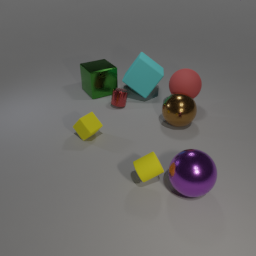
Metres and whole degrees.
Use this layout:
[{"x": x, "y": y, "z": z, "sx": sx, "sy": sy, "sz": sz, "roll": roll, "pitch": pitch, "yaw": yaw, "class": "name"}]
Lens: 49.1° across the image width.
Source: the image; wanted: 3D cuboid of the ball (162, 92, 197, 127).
[{"x": 2.075, "y": -0.735, "z": 11.345, "sx": 1.400, "sy": 1.400, "sz": 1.400, "roll": 0, "pitch": 33, "yaw": 0, "class": "ball"}]

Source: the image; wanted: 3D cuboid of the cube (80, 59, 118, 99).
[{"x": -1.444, "y": -2.460, "z": 13.948, "sx": 1.400, "sy": 1.400, "sz": 1.400, "roll": -18, "pitch": 37, "yaw": -24, "class": "cube"}]

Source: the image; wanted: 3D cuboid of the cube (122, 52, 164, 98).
[{"x": 0.741, "y": -2.545, "z": 13.365, "sx": 1.400, "sy": 1.400, "sz": 1.400, "roll": 35, "pitch": 24, "yaw": -10, "class": "cube"}]

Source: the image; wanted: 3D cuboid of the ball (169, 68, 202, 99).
[{"x": 2.480, "y": -1.871, "z": 12.162, "sx": 1.400, "sy": 1.400, "sz": 1.400, "roll": 0, "pitch": 33, "yaw": 0, "class": "ball"}]

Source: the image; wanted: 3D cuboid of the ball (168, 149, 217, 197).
[{"x": 1.889, "y": 1.312, "z": 8.216, "sx": 1.400, "sy": 1.400, "sz": 1.400, "roll": 0, "pitch": 33, "yaw": 0, "class": "ball"}]

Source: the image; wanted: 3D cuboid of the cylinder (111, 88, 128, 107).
[{"x": -0.396, "y": -1.406, "z": 12.845, "sx": 0.700, "sy": 0.700, "sz": 0.700, "roll": 10, "pitch": 20, "yaw": -4, "class": "cylinder"}]

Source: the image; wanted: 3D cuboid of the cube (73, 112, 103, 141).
[{"x": -1.537, "y": -0.069, "z": 10.693, "sx": 0.700, "sy": 0.700, "sz": 0.700, "roll": 52, "pitch": 47, "yaw": 2, "class": "cube"}]

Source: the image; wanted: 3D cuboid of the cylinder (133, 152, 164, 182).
[{"x": 0.615, "y": 1.167, "z": 8.409, "sx": 0.700, "sy": 0.700, "sz": 0.700, "roll": -28, "pitch": 35, "yaw": 5, "class": "cylinder"}]
